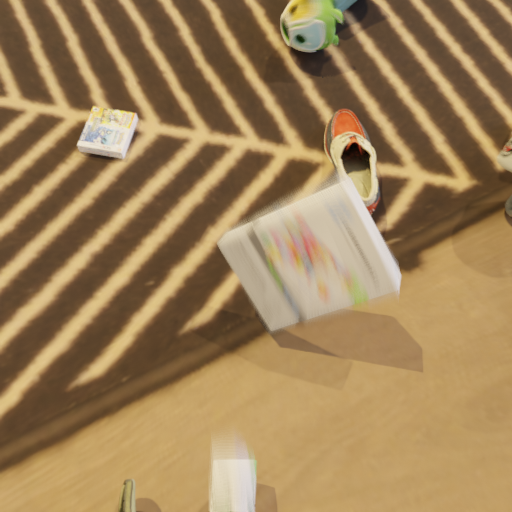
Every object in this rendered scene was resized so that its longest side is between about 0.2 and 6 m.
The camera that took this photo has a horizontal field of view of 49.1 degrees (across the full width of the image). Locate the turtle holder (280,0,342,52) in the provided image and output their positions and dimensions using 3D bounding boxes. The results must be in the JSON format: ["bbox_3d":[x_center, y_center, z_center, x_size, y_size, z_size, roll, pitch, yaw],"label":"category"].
[{"bbox_3d":[0.979,-4.323,10.214,0.939,1.322,1.005,-19,85,-7],"label":"turtle holder"}]

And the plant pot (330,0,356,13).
[{"bbox_3d":[1.586,-5.302,10.871,1.175,1.175,1.151,40,78,17],"label":"plant pot"}]

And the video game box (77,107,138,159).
[{"bbox_3d":[-2.596,-2.164,9.814,0.814,0.209,0.893,11,65,2],"label":"video game box"}]

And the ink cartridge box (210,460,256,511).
[{"bbox_3d":[-0.267,2.890,6.671,0.362,0.628,0.859,-5,71,19],"label":"ink cartridge box"}]

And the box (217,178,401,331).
[{"bbox_3d":[0.690,0.053,7.485,1.984,1.546,0.408,-22,19,28],"label":"box"}]

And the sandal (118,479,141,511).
[{"bbox_3d":[-1.240,3.680,6.775,0.564,0.785,1.977,-15,71,-26],"label":"sandal"}]

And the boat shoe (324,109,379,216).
[{"bbox_3d":[1.599,-1.617,9.284,0.782,0.687,2.197,-3,63,0],"label":"boat shoe"}]

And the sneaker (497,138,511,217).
[{"bbox_3d":[4.286,-1.751,8.166,1.343,3.035,1.124,-9,34,4],"label":"sneaker"}]
